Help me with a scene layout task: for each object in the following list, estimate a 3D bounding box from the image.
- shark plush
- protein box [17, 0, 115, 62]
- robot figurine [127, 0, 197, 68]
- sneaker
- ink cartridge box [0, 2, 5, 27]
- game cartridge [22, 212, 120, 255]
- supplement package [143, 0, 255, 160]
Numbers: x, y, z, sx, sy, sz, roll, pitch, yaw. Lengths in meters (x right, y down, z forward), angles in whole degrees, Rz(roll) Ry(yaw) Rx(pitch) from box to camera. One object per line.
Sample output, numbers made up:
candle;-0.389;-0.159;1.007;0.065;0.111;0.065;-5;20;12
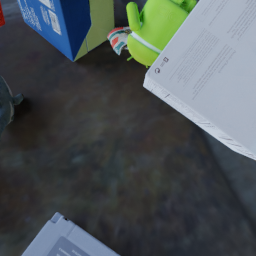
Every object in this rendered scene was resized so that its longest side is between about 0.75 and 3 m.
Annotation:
shark plush;-3.618;-0.508;7.694;0.908;0.832;1.998;3;58;2
protein box;-2.117;-4.293;8.875;1.928;2.837;2.858;-39;66;-22
robot figurine;0.685;-2.197;6.240;1.596;1.819;1.052;11;30;-44
sneaker;0.342;-3.003;9.467;1.985;0.699;0.928;-19;81;-16
ink cartridge box;-2.845;-2.033;5.179;0.359;1.215;1.518;31;56;11
game cartridge;-0.924;3.201;5.577;2.778;0.562;1.852;29;59;17
supplement package;1.865;-1.028;4.922;2.348;1.727;2.245;37;94;0
